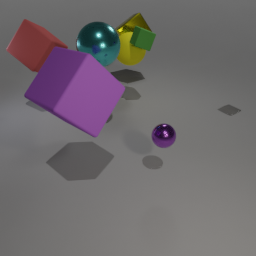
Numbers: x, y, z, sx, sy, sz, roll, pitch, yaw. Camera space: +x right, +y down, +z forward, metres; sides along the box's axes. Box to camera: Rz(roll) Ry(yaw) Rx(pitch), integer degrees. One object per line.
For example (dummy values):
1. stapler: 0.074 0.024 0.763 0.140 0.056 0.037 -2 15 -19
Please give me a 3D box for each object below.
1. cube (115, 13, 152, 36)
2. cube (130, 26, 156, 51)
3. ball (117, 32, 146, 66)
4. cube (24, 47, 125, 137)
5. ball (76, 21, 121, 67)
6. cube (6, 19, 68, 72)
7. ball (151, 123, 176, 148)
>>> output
1. cube: 0.279 -4.773 14.163 1.400 1.400 1.400 -37 21 2
2. cube: 0.579 -3.566 11.152 0.700 0.700 0.700 12 22 -25
3. ball: 0.089 -3.433 12.194 1.400 1.400 1.400 0 30 0
4. cube: -1.219 -0.840 6.526 1.400 1.400 1.400 24 81 41
5. ball: -0.935 -2.629 8.877 1.400 1.400 1.400 0 30 0
6. cube: -3.506 -3.111 10.951 1.400 1.400 1.400 39 13 7
7. ball: 1.011 0.219 7.922 0.700 0.700 0.700 0 30 0
